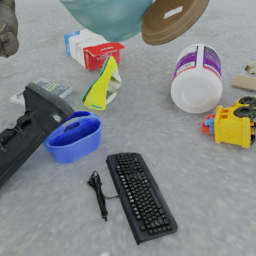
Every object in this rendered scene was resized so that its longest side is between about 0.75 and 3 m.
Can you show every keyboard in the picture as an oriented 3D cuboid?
[{"bbox_3d":[-0.051,1.544,6.707,1.657,0.269,2.608,-12,40,-14],"label":"keyboard"}]

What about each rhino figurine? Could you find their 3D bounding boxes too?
[{"bbox_3d":[-3.275,-3.083,7.056,0.830,1.214,2.776,-7,80,-1],"label":"rhino figurine"}]

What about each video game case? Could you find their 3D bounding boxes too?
[{"bbox_3d":[-3.115,-1.216,10.166,1.506,0.193,1.656,19,43,22],"label":"video game case"}]

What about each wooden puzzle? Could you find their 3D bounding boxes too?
[{"bbox_3d":[4.576,-1.742,10.847,0.976,0.197,1.055,18,38,21],"label":"wooden puzzle"}]

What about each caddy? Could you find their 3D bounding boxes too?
[{"bbox_3d":[-1.581,0.151,7.879,1.804,0.947,1.275,-28,47,-30],"label":"caddy"}]

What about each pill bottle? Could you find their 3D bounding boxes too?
[{"bbox_3d":[2.452,-1.896,9.881,1.606,1.606,2.856,9,40,10],"label":"pill bottle"}]

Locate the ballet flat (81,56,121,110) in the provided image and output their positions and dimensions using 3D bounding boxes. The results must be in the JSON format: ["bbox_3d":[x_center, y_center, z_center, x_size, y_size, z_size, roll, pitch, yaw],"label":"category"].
[{"bbox_3d":[-0.775,-1.605,10.231,0.966,0.963,2.882,25,43,-4],"label":"ballet flat"}]

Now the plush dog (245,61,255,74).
[{"bbox_3d":[5.263,-2.585,11.651,0.762,0.611,0.655,-13,17,-15],"label":"plush dog"}]

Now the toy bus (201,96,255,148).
[{"bbox_3d":[3.026,-0.226,8.408,1.540,1.089,1.604,2,34,28],"label":"toy bus"}]

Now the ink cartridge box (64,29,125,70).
[{"bbox_3d":[-1.469,-3.442,12.318,1.621,0.939,2.791,-23,44,-25],"label":"ink cartridge box"}]

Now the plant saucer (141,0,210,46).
[{"bbox_3d":[0.996,-2.682,6.416,1.814,0.267,1.814,-26,45,29],"label":"plant saucer"}]

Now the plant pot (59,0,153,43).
[{"bbox_3d":[-0.355,-3.417,7.454,2.540,1.702,2.540,-15,49,18],"label":"plant pot"}]

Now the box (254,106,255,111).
[{"bbox_3d":[4.633,-0.641,9.446,0.684,0.211,0.857,23,44,28],"label":"box"}]

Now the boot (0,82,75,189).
[{"bbox_3d":[-3.093,0.196,7.432,2.950,0.968,2.432,-51,36,-14],"label":"boot"}]
